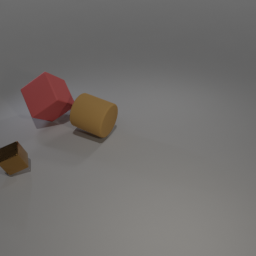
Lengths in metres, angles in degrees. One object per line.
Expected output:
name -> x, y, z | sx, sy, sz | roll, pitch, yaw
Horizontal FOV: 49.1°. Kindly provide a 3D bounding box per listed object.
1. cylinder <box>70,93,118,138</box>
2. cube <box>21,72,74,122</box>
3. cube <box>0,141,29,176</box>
cylinder -> -1.319, -0.501, 10.975 | 1.400, 1.400, 1.400 | 21, 37, 17
cube -> -3.343, -1.274, 11.828 | 1.400, 1.400, 1.400 | -31, -15, 15
cube -> -3.798, 1.000, 9.271 | 0.700, 0.700, 0.700 | -24, 43, -3
